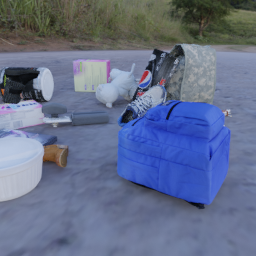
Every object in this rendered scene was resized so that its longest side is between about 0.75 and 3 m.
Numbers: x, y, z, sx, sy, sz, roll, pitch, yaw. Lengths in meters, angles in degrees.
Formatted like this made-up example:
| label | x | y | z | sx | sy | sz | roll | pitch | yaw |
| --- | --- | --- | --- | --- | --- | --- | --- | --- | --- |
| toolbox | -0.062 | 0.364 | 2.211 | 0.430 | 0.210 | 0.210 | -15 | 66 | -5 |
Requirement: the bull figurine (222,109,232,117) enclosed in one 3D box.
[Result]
| label | x | y | z | sx | sy | sz | roll | pitch | yaw |
| --- | --- | --- | --- | --- | --- | --- | --- | --- | --- |
| bull figurine | 4.238 | -0.644 | 12.265 | 0.796 | 0.259 | 0.483 | -9 | 22 | -24 |

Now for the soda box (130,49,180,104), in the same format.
| label | x | y | z | sx | sy | sz | roll | pitch | yaw |
| --- | --- | --- | --- | --- | --- | --- | --- | --- | --- |
| soda box | 1.113 | -1.930 | 12.007 | 0.944 | 2.668 | 0.845 | 14 | 15 | -45 |

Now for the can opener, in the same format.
| label | x | y | z | sx | sy | sz | roll | pitch | yaw |
| --- | --- | --- | --- | --- | --- | --- | --- | --- | --- |
| can opener | -2.056 | -0.505 | 11.137 | 2.656 | 0.883 | 0.699 | 0 | 20 | -15 |

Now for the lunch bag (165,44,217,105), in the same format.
| label | x | y | z | sx | sy | sz | roll | pitch | yaw |
| --- | --- | --- | --- | --- | --- | --- | --- | --- | --- |
| lunch bag | 2.902 | -2.500 | 13.191 | 2.352 | 2.868 | 1.686 | -5 | 20 | -35 |

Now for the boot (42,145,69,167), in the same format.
| label | x | y | z | sx | sy | sz | roll | pitch | yaw |
| --- | --- | --- | --- | --- | --- | --- | --- | --- | --- |
| boot | -2.254 | 0.768 | 7.922 | 1.045 | 0.516 | 1.346 | -2 | 18 | -8 |

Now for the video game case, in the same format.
| label | x | y | z | sx | sy | sz | roll | pitch | yaw |
| --- | --- | --- | --- | --- | --- | --- | --- | --- | --- |
| video game case | -3.765 | 0.482 | 9.209 | 2.304 | 0.219 | 1.646 | 6 | 21 | 19 |

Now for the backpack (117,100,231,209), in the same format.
| label | x | y | z | sx | sy | sz | roll | pitch | yaw |
| --- | --- | --- | --- | --- | --- | --- | --- | --- | --- |
| backpack | 1.031 | 0.391 | 6.769 | 2.484 | 2.085 | 2.019 | 7 | 15 | 31 |

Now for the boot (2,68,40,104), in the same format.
| label | x | y | z | sx | sy | sz | roll | pitch | yaw |
| --- | --- | --- | --- | --- | --- | --- | --- | --- | --- |
| boot | -3.648 | -1.449 | 9.572 | 0.579 | 1.150 | 1.538 | 15 | 18 | 22 |

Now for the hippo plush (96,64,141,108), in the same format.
| label | x | y | z | sx | sy | sz | roll | pitch | yaw |
| --- | --- | --- | --- | --- | --- | --- | --- | --- | --- |
| hippo plush | -0.481 | -1.763 | 13.967 | 1.968 | 1.949 | 2.447 | -42 | 24 | -19 |

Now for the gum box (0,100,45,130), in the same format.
| label | x | y | z | sx | sy | sz | roll | pitch | yaw |
| --- | --- | --- | --- | --- | --- | --- | --- | --- | --- |
| gum box | -4.615 | -0.479 | 11.042 | 2.264 | 0.749 | 1.285 | -14 | 25 | -34 |

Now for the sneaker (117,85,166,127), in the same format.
| label | x | y | z | sx | sy | sz | roll | pitch | yaw |
| --- | --- | --- | --- | --- | --- | --- | --- | --- | --- |
| sneaker | 0.363 | -0.530 | 7.722 | 0.648 | 1.682 | 0.716 | 51 | 22 | 14 |

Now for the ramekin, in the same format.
| label | x | y | z | sx | sy | sz | roll | pitch | yaw |
| --- | --- | --- | --- | --- | --- | --- | --- | --- | --- |
| ramekin | -2.994 | 0.977 | 6.769 | 1.952 | 0.909 | 1.952 | 0 | 19 | 0 |

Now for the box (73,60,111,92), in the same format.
| label | x | y | z | sx | sy | sz | roll | pitch | yaw |
| --- | --- | --- | --- | --- | --- | --- | --- | --- | --- |
| box | -2.151 | -3.167 | 16.982 | 2.063 | 1.815 | 0.998 | 3 | 20 | 9 |

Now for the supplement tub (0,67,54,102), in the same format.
| label | x | y | z | sx | sy | sz | roll | pitch | yaw |
| --- | --- | --- | --- | --- | --- | --- | --- | --- | --- |
| supplement tub | -5.539 | -2.281 | 14.625 | 2.888 | 1.769 | 1.769 | 3 | 20 | 5 |
